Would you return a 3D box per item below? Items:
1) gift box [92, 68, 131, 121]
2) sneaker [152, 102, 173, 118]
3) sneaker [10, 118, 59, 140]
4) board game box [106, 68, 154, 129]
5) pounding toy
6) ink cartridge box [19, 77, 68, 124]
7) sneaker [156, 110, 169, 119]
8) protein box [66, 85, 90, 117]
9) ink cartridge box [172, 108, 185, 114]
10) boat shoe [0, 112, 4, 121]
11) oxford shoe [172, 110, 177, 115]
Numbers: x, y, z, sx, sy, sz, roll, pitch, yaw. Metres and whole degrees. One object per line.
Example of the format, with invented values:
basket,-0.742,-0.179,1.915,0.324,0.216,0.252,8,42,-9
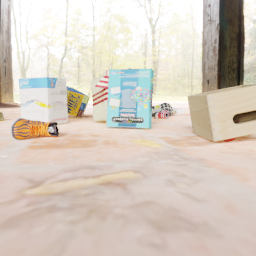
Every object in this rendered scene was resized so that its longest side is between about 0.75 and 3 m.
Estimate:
gift box,-0.428,-1.233,12.261,2.519,2.324,2.352,-7,1,-26
sneaker,1.658,-1.006,16.074,2.187,0.848,0.871,-5,0,-32
sneaker,-2.644,0.000,8.316,0.923,0.639,1.647,1,7,18
board game box,0.083,-1.109,10.679,1.673,2.216,0.520,2,-2,15
pounding toy,3.317,-0.305,8.015,2.476,1.760,2.279,-11,7,-2
ink cartridge box,-3.589,-1.135,12.028,1.443,1.976,1.450,1,7,21
sneaker,2.069,-0.740,15.213,0.681,0.431,1.211,0,13,35
protein box,-3.369,-1.561,14.764,1.810,1.230,1.824,30,12,39
ink cartridge box,3.326,-1.153,18.874,0.637,0.368,0.873,-3,8,-23
boat shoe,-6.439,-0.549,13.510,0.516,0.463,1.394,0,7,-3
oxford shoe,2.342,-1.062,17.337,1.505,0.556,0.533,-2,7,-18
